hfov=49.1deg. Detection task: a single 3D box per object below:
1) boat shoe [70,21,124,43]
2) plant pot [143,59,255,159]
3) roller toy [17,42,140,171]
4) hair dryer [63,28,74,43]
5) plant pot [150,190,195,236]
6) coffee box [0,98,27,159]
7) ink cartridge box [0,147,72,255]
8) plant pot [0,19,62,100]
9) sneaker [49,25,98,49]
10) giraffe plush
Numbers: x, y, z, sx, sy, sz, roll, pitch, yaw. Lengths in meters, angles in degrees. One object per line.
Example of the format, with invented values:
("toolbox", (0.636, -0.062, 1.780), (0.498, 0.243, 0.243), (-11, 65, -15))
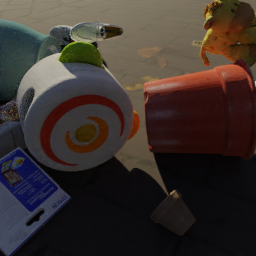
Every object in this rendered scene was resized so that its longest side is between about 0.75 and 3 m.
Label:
("boat shoe", (-0.733, -2.430, 7.144), (1.417, 0.523, 0.604), (-9, 18, -28))
("plant pot", (1.729, -0.387, 7.391), (2.495, 2.565, 2.565), (-4, 36, 7))
("roller toy", (-1.269, -0.317, 6.984), (2.629, 2.882, 2.014), (-34, 43, -1))
("hair dryer", (-2.745, -4.099, 13.604), (0.346, 0.971, 1.275), (-36, 93, -30))
("plant pot", (0.968, 1.796, 5.729), (0.802, 0.802, 0.699), (-31, 64, -35))
("coffee box", (-3.425, 0.076, 7.884), (1.248, 0.881, 2.208), (22, 41, 27))
("ink cartridge box", (-2.489, 1.538, 6.081), (1.789, 0.421, 1.768), (44, 47, 6))
("plant pot", (-3.761, -2.192, 9.396), (2.684, 2.856, 2.856), (8, 37, 8))
("sneaker", (-2.640, -4.594, 14.229), (2.967, 1.066, 1.075), (24, 35, 24))
("giraffe plush", (2.625, -2.710, 7.236), (2.070, 1.679, 1.786), (-1, 69, 17))
